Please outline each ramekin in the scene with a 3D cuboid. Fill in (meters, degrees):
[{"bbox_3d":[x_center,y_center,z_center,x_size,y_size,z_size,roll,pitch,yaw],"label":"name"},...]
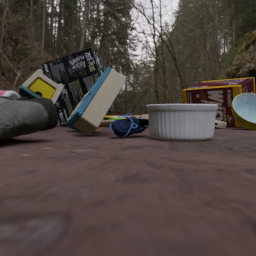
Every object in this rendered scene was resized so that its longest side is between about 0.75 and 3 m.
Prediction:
[{"bbox_3d":[1.057,-0.123,5.553,1.381,0.673,1.381,-1,3,0],"label":"ramekin"}]

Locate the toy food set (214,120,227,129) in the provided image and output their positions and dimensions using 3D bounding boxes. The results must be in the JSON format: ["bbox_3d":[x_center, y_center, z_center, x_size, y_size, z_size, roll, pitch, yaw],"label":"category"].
[{"bbox_3d":[3.175,-0.141,10.704,0.914,0.385,1.273,12,5,7],"label":"toy food set"}]

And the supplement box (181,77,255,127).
[{"bbox_3d":[4.017,-1.147,12.247,2.424,1.632,2.458,1,16,36],"label":"supplement box"}]

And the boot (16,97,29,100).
[{"bbox_3d":[-3.448,-0.356,7.059,1.990,1.001,2.661,-1,2,-19],"label":"boot"}]

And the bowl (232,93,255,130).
[{"bbox_3d":[4.172,-0.428,9.520,1.446,1.446,0.778,0,-40,-1],"label":"bowl"}]

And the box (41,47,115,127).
[{"bbox_3d":[-2.120,-1.719,12.184,2.305,2.814,1.212,-18,1,5],"label":"box"}]

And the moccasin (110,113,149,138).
[{"bbox_3d":[0.066,-0.103,5.974,0.406,0.479,1.191,-35,-10,29],"label":"moccasin"}]

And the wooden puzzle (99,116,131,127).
[{"bbox_3d":[-0.524,-0.330,12.785,2.404,0.484,2.599,0,2,7],"label":"wooden puzzle"}]

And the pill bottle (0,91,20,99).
[{"bbox_3d":[-6.461,-0.880,12.680,2.921,1.588,1.588,0,2,8],"label":"pill bottle"}]

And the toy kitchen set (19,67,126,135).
[{"bbox_3d":[-1.750,-0.800,7.283,2.117,1.557,2.642,35,-30,-14],"label":"toy kitchen set"}]

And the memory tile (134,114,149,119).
[{"bbox_3d":[0.667,-0.328,10.900,1.181,0.129,1.541,-8,16,4],"label":"memory tile"}]

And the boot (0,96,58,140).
[{"bbox_3d":[-2.564,-0.108,4.876,2.403,0.814,1.570,-4,10,31],"label":"boot"}]
